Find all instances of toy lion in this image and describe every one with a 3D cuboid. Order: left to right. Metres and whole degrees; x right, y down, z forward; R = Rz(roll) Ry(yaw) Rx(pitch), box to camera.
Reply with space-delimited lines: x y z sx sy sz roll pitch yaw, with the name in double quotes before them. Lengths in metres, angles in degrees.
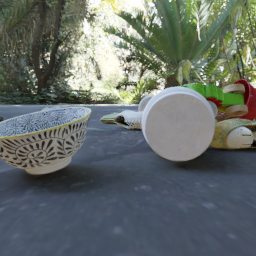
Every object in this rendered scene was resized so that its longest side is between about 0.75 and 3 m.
"toy lion" 2.172 -0.726 9.020 2.641 0.946 2.755 2 -13 -13

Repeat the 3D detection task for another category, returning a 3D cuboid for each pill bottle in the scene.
"pill bottle" 1.453 -0.879 12.787 1.260 1.260 2.299 3 7 25
"pill bottle" 0.966 -0.144 5.554 1.325 1.325 2.337 1 6 8

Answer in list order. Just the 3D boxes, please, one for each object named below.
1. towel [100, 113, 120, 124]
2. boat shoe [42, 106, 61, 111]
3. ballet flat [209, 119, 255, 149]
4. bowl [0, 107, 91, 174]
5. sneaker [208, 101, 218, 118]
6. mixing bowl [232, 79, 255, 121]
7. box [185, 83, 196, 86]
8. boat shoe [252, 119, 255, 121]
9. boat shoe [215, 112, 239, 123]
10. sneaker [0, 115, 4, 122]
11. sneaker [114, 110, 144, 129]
"towel" -0.238 -0.460 13.024 1.588 0.391 2.141 3 7 15
"boat shoe" -3.969 -0.652 14.484 2.025 0.727 0.685 -4 -35 41
"ballet flat" 2.668 0.170 6.106 2.003 0.708 0.708 -2 6 -16
"bowl" -1.271 0.221 4.251 1.587 0.745 1.587 -9 16 3
"sneaker" 1.395 -0.103 8.162 2.163 0.797 1.250 -16 -7 -15
"mixing bowl" 5.103 -1.019 12.266 1.093 2.018 2.018 15 3 -12
"box" 2.229 -1.078 9.435 0.411 0.494 1.202 -8 -14 25
"boat shoe" 5.782 -0.457 13.350 0.353 0.397 1.080 -3 -5 14
"boat shoe" 4.130 -0.578 12.083 2.021 0.726 0.765 -10 7 -22
"sneaker" -5.473 -0.316 10.523 1.635 0.625 0.936 12 6 40
"sneaker" 0.288 -0.203 9.926 0.713 0.735 2.014 -32 23 -33
